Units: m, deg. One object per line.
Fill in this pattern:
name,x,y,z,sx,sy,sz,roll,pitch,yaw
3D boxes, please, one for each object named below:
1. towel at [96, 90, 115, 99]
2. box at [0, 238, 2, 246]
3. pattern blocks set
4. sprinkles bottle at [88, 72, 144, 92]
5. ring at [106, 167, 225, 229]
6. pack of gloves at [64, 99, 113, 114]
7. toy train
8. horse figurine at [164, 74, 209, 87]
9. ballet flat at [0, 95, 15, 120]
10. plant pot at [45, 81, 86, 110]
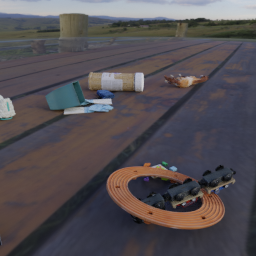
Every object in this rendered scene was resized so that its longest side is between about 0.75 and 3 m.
towel,-1.038,-1.548,12.974,0.558,0.243,1.000,-10,23,-24
box,-2.779,1.767,4.534,0.914,0.522,1.003,16,27,36
pattern blocks set,0.687,1.052,6.863,0.851,0.079,0.969,20,30,40
sprinkles bottle,-0.580,-2.284,13.883,2.678,0.914,0.914,2,22,6
ring,0.706,1.326,5.539,2.311,0.222,2.311,10,15,-3
pack of gloves,-1.622,-1.048,11.576,1.980,0.391,1.663,-4,22,-8
toy train,1.132,1.297,5.477,2.369,0.543,0.404,-17,36,-18
horse figurine,2.991,-2.557,14.951,2.290,0.572,1.518,-12,28,-34
ballet flat,-5.356,-0.982,10.773,2.715,0.974,0.974,12,25,27
plant pot,-2.529,-1.218,11.160,1.288,0.910,0.910,-17,13,9
